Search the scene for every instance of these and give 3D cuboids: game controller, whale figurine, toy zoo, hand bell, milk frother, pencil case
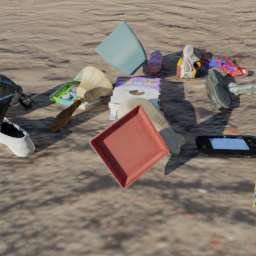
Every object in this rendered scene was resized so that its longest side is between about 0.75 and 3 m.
[{"bbox_3d":[3.465,0.619,9.688,2.192,0.462,1.144,2,38,1],"label":"game controller"},{"bbox_3d":[0.710,0.095,9.961,2.634,1.367,2.095,36,39,6],"label":"whale figurine"},{"bbox_3d":[-2.225,-1.431,12.557,2.176,0.223,1.428,14,39,18],"label":"toy zoo"},{"bbox_3d":[-2.076,-0.976,11.213,1.543,1.543,2.964,23,59,27],"label":"hand bell"},{"bbox_3d":[-4.877,-0.999,11.203,1.635,1.475,1.538,30,69,8],"label":"milk frother"},{"bbox_3d":[1.444,-3.529,14.914,0.721,0.721,1.648,7,39,9],"label":"pencil case"}]

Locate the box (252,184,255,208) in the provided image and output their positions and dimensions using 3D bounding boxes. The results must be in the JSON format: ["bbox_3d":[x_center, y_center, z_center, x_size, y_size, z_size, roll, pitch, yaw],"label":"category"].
[{"bbox_3d":[4.117,1.652,8.270,0.591,0.543,1.687,16,40,20],"label":"box"}]

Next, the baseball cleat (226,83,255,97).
[{"bbox_3d":[5.223,-1.867,12.856,1.604,0.559,0.854,-7,38,-10],"label":"baseball cleat"}]

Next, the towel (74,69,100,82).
[{"bbox_3d":[-2.050,-2.627,14.196,0.998,0.205,1.338,9,40,15],"label":"towel"}]

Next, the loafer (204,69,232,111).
[{"bbox_3d":[3.903,-1.541,12.407,0.997,0.873,2.775,28,40,-14],"label":"loafer"}]

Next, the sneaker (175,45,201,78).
[{"bbox_3d":[3.227,-3.383,14.597,1.113,1.054,2.708,14,49,11],"label":"sneaker"}]

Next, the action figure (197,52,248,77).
[{"bbox_3d":[4.952,-3.305,14.689,2.810,0.726,0.919,32,45,31],"label":"action figure"}]

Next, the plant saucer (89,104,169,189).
[{"bbox_3d":[0.051,0.483,7.478,1.671,1.668,0.307,-38,19,-12],"label":"plant saucer"}]

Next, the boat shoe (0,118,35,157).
[{"bbox_3d":[-4.353,0.097,9.998,0.947,0.901,2.630,-31,47,-34],"label":"boat shoe"}]

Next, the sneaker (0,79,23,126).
[{"bbox_3d":[-4.109,-0.659,8.632,1.938,0.794,0.710,-54,44,6],"label":"sneaker"}]

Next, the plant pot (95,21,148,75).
[{"bbox_3d":[-0.079,-3.345,12.512,1.783,1.750,1.745,48,13,-1],"label":"plant pot"}]

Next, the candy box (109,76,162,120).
[{"bbox_3d":[0.367,-1.257,11.815,1.976,0.843,2.356,5,37,6],"label":"candy box"}]
